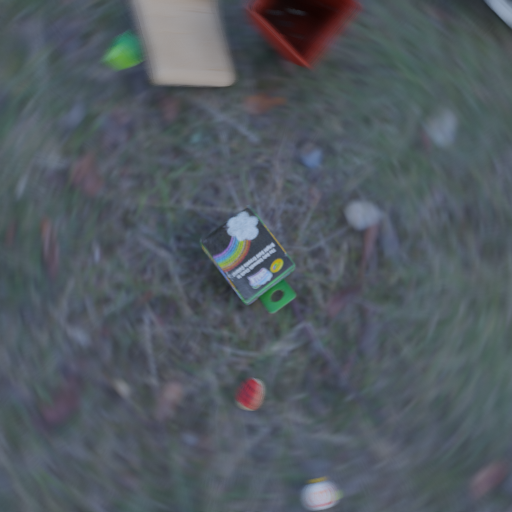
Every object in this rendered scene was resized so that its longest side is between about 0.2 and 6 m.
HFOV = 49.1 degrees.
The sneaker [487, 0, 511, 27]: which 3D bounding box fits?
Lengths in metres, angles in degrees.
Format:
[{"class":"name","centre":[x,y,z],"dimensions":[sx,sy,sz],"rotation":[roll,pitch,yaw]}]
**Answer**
[{"class":"sneaker","centre":[3.834,-5.194,9.241],"dimensions":[3.253,1.301,1.199],"rotation":[38,87,5]}]

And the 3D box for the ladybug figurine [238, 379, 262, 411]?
[{"class":"ladybug figurine","centre":[-0.110,2.217,8.958],"dimensions":[0.399,0.211,0.588],"rotation":[42,115,41]}]

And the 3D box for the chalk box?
[{"class":"chalk box","centre":[-0.034,0.160,8.894],"dimensions":[0.982,0.975,1.573],"rotation":[-36,87,-4]}]

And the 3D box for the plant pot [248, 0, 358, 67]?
[{"class":"plant pot","centre":[0.636,-3.884,9.078],"dimensions":[1.283,1.130,1.281],"rotation":[40,89,-14]}]

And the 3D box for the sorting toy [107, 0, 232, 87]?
[{"class":"sorting toy","centre":[-1.465,-3.521,9.092],"dimensions":[2.121,0.312,1.568],"rotation":[-10,85,-35]}]

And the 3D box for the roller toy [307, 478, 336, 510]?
[{"class":"roller toy","centre":[1.010,3.798,8.888],"dimensions":[0.428,0.299,0.390],"rotation":[42,78,11]}]
